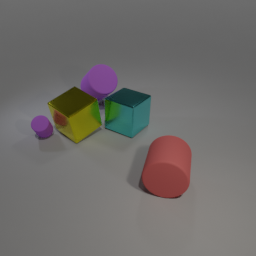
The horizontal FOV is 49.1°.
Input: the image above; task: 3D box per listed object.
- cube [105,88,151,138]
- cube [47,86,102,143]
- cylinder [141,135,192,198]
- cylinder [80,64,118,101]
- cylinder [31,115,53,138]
[{"bbox_3d":[-0.009,-0.676,11.639,1.400,1.400,1.400,20,35,28],"label":"cube"},{"bbox_3d":[-2.076,-0.544,11.120,1.400,1.400,1.400,31,55,32],"label":"cube"},{"bbox_3d":[1.224,1.166,8.642,1.400,1.400,1.400,7,33,11],"label":"cylinder"},{"bbox_3d":[-1.376,-2.094,13.124,1.400,1.400,1.400,-17,-1,-26],"label":"cylinder"},{"bbox_3d":[-3.383,-0.050,11.070,0.700,0.700,0.700,0,68,1],"label":"cylinder"}]
